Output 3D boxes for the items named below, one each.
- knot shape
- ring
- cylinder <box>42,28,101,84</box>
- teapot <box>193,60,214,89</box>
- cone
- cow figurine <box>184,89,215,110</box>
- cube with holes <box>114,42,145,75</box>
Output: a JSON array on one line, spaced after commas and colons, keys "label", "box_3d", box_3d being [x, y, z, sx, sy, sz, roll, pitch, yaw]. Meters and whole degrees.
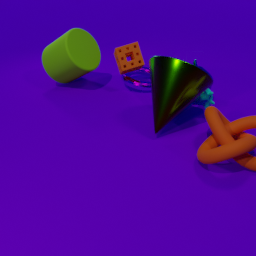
[{"label": "knot shape", "box_3d": [2.171, 0.271, 5.819, 1.708, 0.843, 1.825, -28, 45, -35]}, {"label": "ring", "box_3d": [0.484, -1.653, 9.237, 1.441, 0.288, 1.441, 6, 36, -5]}, {"label": "cylinder", "box_3d": [-1.793, -2.247, 8.883, 1.352, 1.352, 1.352, -15, 18, 41]}, {"label": "teapot", "box_3d": [1.862, -1.381, 8.063, 1.099, 1.767, 0.865, -20, 79, -1]}, {"label": "cone", "box_3d": [0.945, -0.593, 6.624, 1.600, 1.606, 1.600, 23, -3, 1]}, {"label": "cow figurine", "box_3d": [1.540, -0.725, 7.430, 1.282, 0.704, 1.261, -30, 28, -27]}, {"label": "cube with holes", "box_3d": [0.023, -2.109, 8.547, 0.700, 0.700, 0.700, -18, 4, -5]}]
